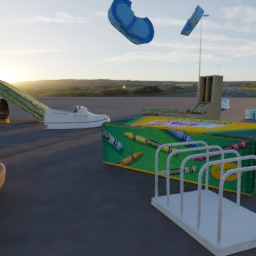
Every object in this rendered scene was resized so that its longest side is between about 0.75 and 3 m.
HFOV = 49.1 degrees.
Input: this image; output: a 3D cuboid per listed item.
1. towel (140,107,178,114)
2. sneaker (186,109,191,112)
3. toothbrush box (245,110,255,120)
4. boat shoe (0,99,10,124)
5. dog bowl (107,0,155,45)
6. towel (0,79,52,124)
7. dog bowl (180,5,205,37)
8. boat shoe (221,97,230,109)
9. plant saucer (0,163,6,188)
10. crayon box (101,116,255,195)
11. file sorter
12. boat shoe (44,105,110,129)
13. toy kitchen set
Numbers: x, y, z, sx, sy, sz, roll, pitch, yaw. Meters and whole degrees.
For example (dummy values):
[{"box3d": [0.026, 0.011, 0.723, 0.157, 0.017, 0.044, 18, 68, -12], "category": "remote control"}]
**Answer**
[{"box3d": [1.410, -0.794, 12.931, 1.497, 0.273, 1.111, -3, 7, -17], "category": "towel"}, {"box3d": [2.742, -0.512, 10.158, 1.299, 0.487, 0.563, 7, 5, 42], "category": "sneaker"}, {"box3d": [4.809, -0.496, 10.393, 0.589, 0.343, 0.804, 0, 8, -3], "category": "toothbrush box"}, {"box3d": [-5.112, -0.561, 8.996, 2.478, 0.871, 0.872, -3, 10, -11], "category": "boat shoe"}, {"box3d": [0.093, -4.168, 11.128, 2.151, 1.199, 0.533, 35, -22, -27], "category": "dog bowl"}, {"box3d": [-3.515, -0.925, 9.296, 2.462, 0.449, 1.826, 32, 0, -12], "category": "towel"}, {"box3d": [2.274, -3.739, 9.893, 0.312, 0.701, 1.257, 29, -25, -4], "category": "dog bowl"}, {"box3d": [5.542, -1.459, 16.396, 0.742, 0.659, 2.017, 3, 8, 22], "category": "boat shoe"}, {"box3d": [-1.994, 0.585, 2.394, 1.755, 0.328, 1.755, -1, 7, 0], "category": "plant saucer"}, {"box3d": [0.817, 0.236, 3.827, 2.115, 0.616, 1.256, 6, 10, 39], "category": "crayon box"}, {"box3d": [0.687, 0.476, 2.275, 0.642, 0.576, 0.925, -4, 9, -22], "category": "file sorter"}, {"box3d": [-1.406, -0.336, 8.070, 1.952, 0.638, 0.718, -5, 9, -33], "category": "boat shoe"}, {"box3d": [1.675, -0.831, 8.394, 1.691, 1.526, 1.380, 1, 5, -25], "category": "toy kitchen set"}]
